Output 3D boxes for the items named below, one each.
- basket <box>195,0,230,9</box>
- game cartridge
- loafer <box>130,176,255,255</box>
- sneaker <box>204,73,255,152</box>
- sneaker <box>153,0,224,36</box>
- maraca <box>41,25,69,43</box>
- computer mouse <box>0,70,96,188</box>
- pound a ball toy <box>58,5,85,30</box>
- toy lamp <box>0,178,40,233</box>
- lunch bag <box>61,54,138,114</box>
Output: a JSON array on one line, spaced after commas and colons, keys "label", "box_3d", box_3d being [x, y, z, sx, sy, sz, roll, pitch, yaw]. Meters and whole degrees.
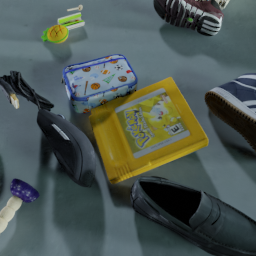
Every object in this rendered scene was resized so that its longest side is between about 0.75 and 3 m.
[{"label": "basket", "box_3d": [3.292, -5.855, 10.005, 1.717, 1.887, 2.784, 25, 59, 14]}, {"label": "game cartridge", "box_3d": [0.364, -0.026, 6.603, 2.327, 0.377, 2.051, -22, 57, -2]}, {"label": "loafer", "box_3d": [1.349, 1.679, 5.301, 2.806, 0.985, 0.953, 20, 58, 13]}, {"label": "sneaker", "box_3d": [3.330, -0.317, 6.710, 1.492, 0.964, 2.750, -31, 58, -17]}, {"label": "sneaker", "box_3d": [2.110, -4.003, 9.421, 2.391, 0.905, 1.381, 30, 55, 8]}, {"label": "maraca", "box_3d": [-2.307, -2.960, 8.847, 0.935, 0.500, 0.641, 4, 65, 18]}, {"label": "computer mouse", "box_3d": [-1.571, -0.120, 5.896, 0.660, 2.012, 2.866, -38, 61, 2]}, {"label": "pound a ball toy", "box_3d": [-1.863, -3.617, 9.282, 0.931, 0.396, 0.607, -24, 94, -16]}, {"label": "toy lamp", "box_3d": [-2.637, 2.162, 5.172, 0.733, 0.733, 2.517, 22, 55, 14]}, {"label": "lunch bag", "box_3d": [-0.794, -1.259, 7.523, 1.929, 0.729, 1.545, -15, 55, -12]}]
